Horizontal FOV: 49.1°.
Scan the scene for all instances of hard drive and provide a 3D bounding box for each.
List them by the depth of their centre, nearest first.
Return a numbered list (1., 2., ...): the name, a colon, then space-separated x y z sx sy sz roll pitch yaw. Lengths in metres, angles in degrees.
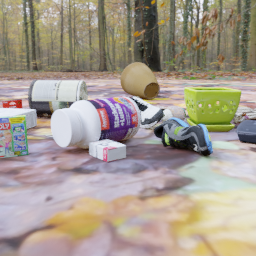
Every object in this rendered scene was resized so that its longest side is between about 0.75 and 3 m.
1. hard drive: 4.478 0.130 9.427 1.424 0.447 2.112 7 14 28

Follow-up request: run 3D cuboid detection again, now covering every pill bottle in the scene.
1. pill bottle: -0.936 -0.168 8.462 1.419 1.419 2.547 12 17 43

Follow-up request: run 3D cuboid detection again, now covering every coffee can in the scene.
1. coffee can: -3.253 -1.402 13.311 2.378 1.740 1.740 1 13 5

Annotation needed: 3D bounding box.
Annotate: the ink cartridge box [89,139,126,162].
1. ink cartridge box: -0.561 0.593 7.541 0.628 0.361 0.865 -11 16 -39

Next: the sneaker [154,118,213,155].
1. sneaker: 1.546 0.316 8.097 1.027 0.879 2.479 -22 19 -17

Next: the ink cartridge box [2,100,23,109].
1. ink cartridge box: -5.113 -0.793 12.605 0.219 0.873 1.006 9 15 36

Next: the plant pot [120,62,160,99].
1. plant pot: 1.139 -3.190 20.677 2.599 2.599 2.789 -6 30 -23

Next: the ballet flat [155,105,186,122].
1. ballet flat: 1.607 -0.548 12.171 0.757 0.767 2.252 -20 12 -22

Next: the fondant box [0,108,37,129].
1. fondant box: -4.836 -0.212 10.369 1.771 0.715 2.454 3 12 15

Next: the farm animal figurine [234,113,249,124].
1. farm animal figurine: 4.798 -0.343 11.865 0.632 0.394 0.783 -15 10 22

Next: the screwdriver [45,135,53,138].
1. screwdriver: -2.330 0.296 9.248 1.538 0.224 0.215 12 17 41

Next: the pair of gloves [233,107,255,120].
1. pair of gloves: 5.605 -0.691 13.337 1.852 0.382 2.178 -5 11 -6

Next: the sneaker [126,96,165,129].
1. sneaker: 0.454 -0.693 11.270 0.955 1.036 2.590 -42 26 -19

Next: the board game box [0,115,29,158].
1. board game box: -3.514 0.259 7.376 1.622 1.091 0.236 -5 14 -21

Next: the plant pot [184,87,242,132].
1. plant pot: 3.125 -0.731 10.731 1.721 1.569 1.730 -1 13 -2
